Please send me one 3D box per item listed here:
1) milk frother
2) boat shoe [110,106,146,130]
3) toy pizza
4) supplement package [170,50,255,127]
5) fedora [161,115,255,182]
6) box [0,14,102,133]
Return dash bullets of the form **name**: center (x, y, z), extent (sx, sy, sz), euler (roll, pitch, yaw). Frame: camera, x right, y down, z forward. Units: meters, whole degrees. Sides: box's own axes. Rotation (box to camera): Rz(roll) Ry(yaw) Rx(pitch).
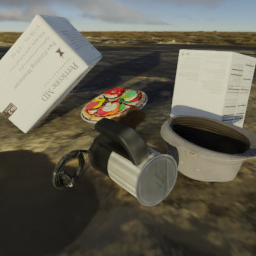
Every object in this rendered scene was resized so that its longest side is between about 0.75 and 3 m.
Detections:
- **milk frother**: center (-0.298, 0.823, 5.180), extent (1.582, 1.518, 1.682), euler (24, 74, 49)
- **boat shoe**: center (-0.158, 0.045, 7.741), extent (0.755, 0.646, 2.060), euler (43, 36, 8)
- **toy pizza**: center (-0.510, -0.880, 9.626), extent (2.374, 0.376, 2.374), euler (-12, 29, 7)
- **supplement package**: center (2.436, -1.075, 8.120), extent (1.606, 2.117, 1.595), euler (18, 17, 42)
- **fedora**: center (1.670, 0.496, 5.925), extent (2.123, 0.959, 1.878), euler (16, 27, 19)
- **box**: center (-2.548, -1.788, 8.790), extent (1.862, 2.834, 2.848), euler (44, 16, -12)
